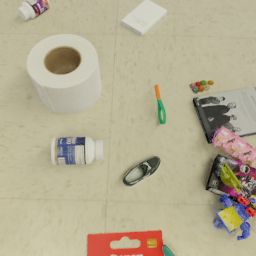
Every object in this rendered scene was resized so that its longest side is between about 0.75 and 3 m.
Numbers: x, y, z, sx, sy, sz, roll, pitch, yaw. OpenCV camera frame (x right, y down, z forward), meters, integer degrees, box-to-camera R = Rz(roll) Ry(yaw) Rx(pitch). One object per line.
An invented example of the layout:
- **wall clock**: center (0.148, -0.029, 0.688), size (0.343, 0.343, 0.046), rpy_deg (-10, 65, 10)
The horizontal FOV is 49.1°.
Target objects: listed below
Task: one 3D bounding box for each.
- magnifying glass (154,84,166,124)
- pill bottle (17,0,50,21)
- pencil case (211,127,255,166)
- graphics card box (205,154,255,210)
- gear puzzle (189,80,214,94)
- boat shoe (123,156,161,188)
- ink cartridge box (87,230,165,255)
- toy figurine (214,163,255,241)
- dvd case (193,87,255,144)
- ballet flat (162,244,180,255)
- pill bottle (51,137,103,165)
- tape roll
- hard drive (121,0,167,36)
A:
- **magnifying glass**: center (1.158, -0.858, 10.109), size (0.171, 0.608, 1.527), rpy_deg (-6, 70, -10)
- **pill bottle**: center (-4.218, -5.412, 12.525), size (0.751, 0.751, 1.348), rpy_deg (39, 69, 18)
- **pencil case**: center (3.564, 0.627, 9.312), size (1.572, 0.680, 0.651), rpy_deg (33, 38, 3)
- **graphics card box**: center (3.600, 1.756, 8.974), size (1.939, 0.493, 1.217), rpy_deg (21, 65, 12)
- **gear puzzle**: center (2.933, -1.663, 10.939), size (0.978, 0.128, 0.506), rpy_deg (-17, 64, -9)
- **boat shoe**: center (0.500, 1.394, 9.175), size (1.520, 0.459, 0.575), rpy_deg (-40, 69, -18)
- **ink cartridge box**: center (-0.010, 4.322, 7.555), size (2.363, 0.735, 2.936), rpy_deg (-2, 64, -2)
- **toy figurine**: center (2.998, 2.428, 8.235), size (1.462, 1.287, 2.440), rpy_deg (-42, 66, 25)
- **dvd case**: center (3.844, -0.510, 10.245), size (2.488, 0.308, 1.870), rpy_deg (-10, 63, -5)
- **ballet flat**: center (1.419, 3.826, 8.039), size (0.357, 0.386, 1.144), rpy_deg (-15, 63, -44)
- **pill bottle**: center (-1.645, 0.745, 9.225), size (1.632, 0.905, 0.905), rpy_deg (-1, 63, -5)
- **tape roll**: center (-2.231, -1.944, 10.209), size (2.442, 1.677, 2.442), rpy_deg (0, 63, 0)
- **hard drive**: center (0.725, -4.988, 12.591), size (1.207, 0.244, 1.830), rpy_deg (36, 69, 17)
